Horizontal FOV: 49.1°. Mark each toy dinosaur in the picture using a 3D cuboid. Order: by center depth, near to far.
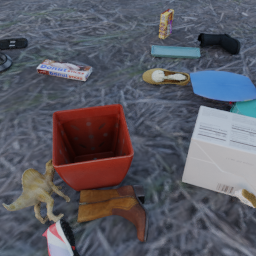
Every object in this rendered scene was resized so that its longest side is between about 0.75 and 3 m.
[{"bbox_3d":[-2.103,1.600,6.550,0.760,1.320,2.610,-27,11,17],"label":"toy dinosaur"}]

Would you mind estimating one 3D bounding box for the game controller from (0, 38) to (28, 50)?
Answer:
[{"bbox_3d":[-5.257,-3.848,12.808,1.286,0.271,0.671,-6,60,-5],"label":"game controller"}]

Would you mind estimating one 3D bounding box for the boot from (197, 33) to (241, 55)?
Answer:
[{"bbox_3d":[3.937,-3.703,12.311,1.433,0.651,1.706,-3,39,-8],"label":"boot"}]

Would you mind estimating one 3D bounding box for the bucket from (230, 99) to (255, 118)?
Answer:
[{"bbox_3d":[3.891,-0.365,8.939,1.276,0.830,1.276,1,45,-1],"label":"bucket"}]

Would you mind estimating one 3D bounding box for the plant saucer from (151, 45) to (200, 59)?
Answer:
[{"bbox_3d":[2.078,-3.317,12.286,2.104,0.200,0.736,4,46,5],"label":"plant saucer"}]

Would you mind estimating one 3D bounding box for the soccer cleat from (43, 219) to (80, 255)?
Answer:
[{"bbox_3d":[-1.370,2.850,6.072,0.610,0.569,1.668,-34,56,3],"label":"soccer cleat"}]

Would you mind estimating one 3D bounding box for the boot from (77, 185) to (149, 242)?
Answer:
[{"bbox_3d":[-0.377,2.055,6.745,1.691,0.579,1.592,-5,46,-4],"label":"boot"}]

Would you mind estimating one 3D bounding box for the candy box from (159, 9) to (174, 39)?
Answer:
[{"bbox_3d":[1.785,-4.854,13.095,0.331,1.173,0.684,28,52,25],"label":"candy box"}]

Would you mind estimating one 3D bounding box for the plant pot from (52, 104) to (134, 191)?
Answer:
[{"bbox_3d":[-0.911,0.646,7.391,1.832,1.616,1.834,-7,47,-7],"label":"plant pot"}]

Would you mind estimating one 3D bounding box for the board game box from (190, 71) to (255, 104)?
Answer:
[{"bbox_3d":[3.294,-1.311,9.869,2.140,0.527,2.709,4,32,4],"label":"board game box"}]

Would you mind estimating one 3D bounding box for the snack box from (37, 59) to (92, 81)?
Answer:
[{"bbox_3d":[-2.548,-2.341,11.272,2.073,0.252,0.745,11,47,11],"label":"snack box"}]

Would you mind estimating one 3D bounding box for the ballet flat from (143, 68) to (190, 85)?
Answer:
[{"bbox_3d":[1.464,-1.961,10.573,1.813,0.622,0.572,2,2,1],"label":"ballet flat"}]

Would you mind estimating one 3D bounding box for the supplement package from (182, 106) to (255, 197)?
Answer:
[{"bbox_3d":[2.747,0.713,7.188,2.306,1.796,1.279,15,47,14],"label":"supplement package"}]

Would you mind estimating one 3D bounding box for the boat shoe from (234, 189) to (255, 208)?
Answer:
[{"bbox_3d":[2.905,1.724,6.900,0.290,0.837,0.296,-16,45,45],"label":"boat shoe"}]

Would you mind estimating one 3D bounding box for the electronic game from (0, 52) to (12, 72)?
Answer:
[{"bbox_3d":[-5.658,-2.703,11.558,1.625,0.338,1.625,6,42,-5],"label":"electronic game"}]
